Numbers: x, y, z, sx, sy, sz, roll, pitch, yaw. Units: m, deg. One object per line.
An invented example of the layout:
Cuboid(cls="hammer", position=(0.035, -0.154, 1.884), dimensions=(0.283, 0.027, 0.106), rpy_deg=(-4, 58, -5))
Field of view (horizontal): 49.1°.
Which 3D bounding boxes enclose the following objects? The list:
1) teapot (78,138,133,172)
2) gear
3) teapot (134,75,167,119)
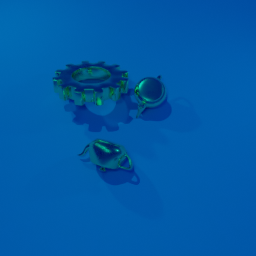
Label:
Cuboid(cls="teapot", position=(-0.549, 0.652, 6.627), dimensions=(1.482, 0.921, 0.725), rpy_deg=(16, 90, 22))
Cuboid(cls="gear", position=(-0.994, -1.284, 7.648), dimensions=(2.016, 0.373, 2.016), rpy_deg=(1, 36, -1))
Cuboid(cls="teapot", position=(0.574, -0.891, 7.614), dimensions=(0.867, 0.683, 1.395), rpy_deg=(29, 77, 7))
